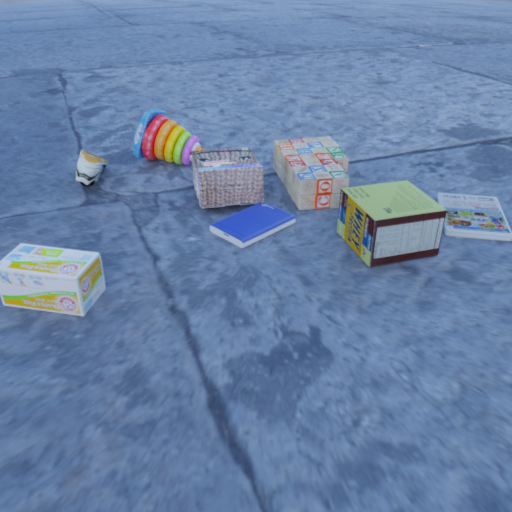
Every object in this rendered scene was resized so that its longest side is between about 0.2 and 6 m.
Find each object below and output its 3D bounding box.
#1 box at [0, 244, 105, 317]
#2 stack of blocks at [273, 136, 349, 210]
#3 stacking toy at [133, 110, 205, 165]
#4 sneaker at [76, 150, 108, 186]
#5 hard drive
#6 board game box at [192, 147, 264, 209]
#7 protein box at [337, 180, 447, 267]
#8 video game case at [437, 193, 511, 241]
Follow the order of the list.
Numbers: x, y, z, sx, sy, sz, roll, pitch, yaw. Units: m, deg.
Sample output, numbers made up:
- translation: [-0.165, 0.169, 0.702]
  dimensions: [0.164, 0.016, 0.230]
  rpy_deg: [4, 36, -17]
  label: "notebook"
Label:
- translation: [-3.220, 0.365, 8.815]
  dimensions: [1.420, 0.720, 0.799]
  rpy_deg: [6, 32, 10]
  label: "box"
- translation: [1.332, -1.905, 12.563]
  dimensions: [1.404, 0.714, 2.438]
  rpy_deg: [-6, 32, -9]
  label: "stack of blocks"
- translation: [-1.803, -2.633, 13.621]
  dimensions: [2.119, 1.230, 1.163]
  rpy_deg: [24, 19, 8]
  label: "stacking toy"
- translation: [-3.843, -1.977, 12.793]
  dimensions: [0.642, 0.743, 1.696]
  rpy_deg: [21, 6, -10]
  label: "sneaker"
- translation: [-0.060, -0.633, 10.984]
  dimensions: [1.434, 0.182, 0.946]
  rpy_deg: [-27, 40, -37]
  label: "hard drive"
- translation: [-0.642, -1.706, 11.977]
  dimensions: [1.327, 0.806, 1.664]
  rpy_deg: [-6, 25, -10]
  label: "board game box"
- translation: [2.417, -0.623, 10.213]
  dimensions: [1.396, 0.942, 1.386]
  rpy_deg: [-9, 32, -15]
  label: "protein box"
- translation: [4.369, -0.818, 11.324]
  dimensions: [1.224, 0.154, 1.709]
  rpy_deg: [6, 32, 9]
  label: "video game case"
